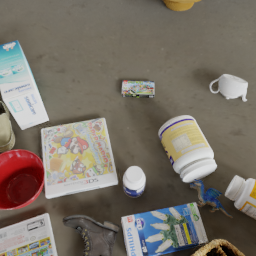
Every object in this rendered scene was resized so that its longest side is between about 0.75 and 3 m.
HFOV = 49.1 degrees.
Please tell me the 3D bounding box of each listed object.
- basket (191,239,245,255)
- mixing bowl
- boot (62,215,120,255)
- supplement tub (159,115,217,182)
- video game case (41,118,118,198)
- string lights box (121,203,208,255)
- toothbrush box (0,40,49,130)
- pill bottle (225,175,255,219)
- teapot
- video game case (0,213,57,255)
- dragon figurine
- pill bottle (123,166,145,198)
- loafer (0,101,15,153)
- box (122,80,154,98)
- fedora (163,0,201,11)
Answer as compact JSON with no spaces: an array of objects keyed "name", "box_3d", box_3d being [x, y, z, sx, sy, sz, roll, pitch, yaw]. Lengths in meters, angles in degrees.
[{"name":"basket","box_3d":[2.303,3.506,6.000,1.511,1.577,2.117,-25,61,-15]},{"name":"mixing bowl","box_3d":[-2.992,1.506,7.618,1.660,0.899,1.660,0,59,0]},{"name":"boot","box_3d":[-1.001,2.981,6.913,1.635,0.566,1.423,11,58,4]},{"name":"supplement tub","box_3d":[1.689,0.586,8.008,1.187,1.187,1.633,-16,59,-9]},{"name":"video game case","box_3d":[-1.509,0.817,8.414,2.043,0.257,2.245,-10,59,-7]},{"name":"string lights box","box_3d":[0.880,2.615,7.076,1.961,0.578,1.008,-9,61,-9]},{"name":"toothbrush box","box_3d":[-3.445,-1.354,8.930,0.962,1.651,2.255,-22,62,-13]},{"name":"pill bottle","box_3d":[3.469,1.941,7.341,1.667,0.911,0.911,29,63,16]},{"name":"teapot","box_3d":[3.465,-1.342,9.491,0.995,0.737,1.009,-6,34,-38]},{"name":"video game case","box_3d":[-2.700,3.182,7.009,1.744,0.200,1.587,-17,60,-11]},{"name":"dragon figurine","box_3d":[2.307,1.904,7.665,1.356,0.399,0.674,22,61,13]},{"name":"pill bottle","box_3d":[0.162,1.436,7.554,0.596,1.074,0.596,0,59,0]},{"name":"loafer","box_3d":[-4.028,-0.099,8.747,0.710,0.641,1.877,-18,60,-11]},{"name":"box","box_3d":[0.355,-1.366,9.787,1.121,0.195,0.617,1,59,1]},{"name":"fedora","box_3d":[2.146,-5.808,12.012,2.531,1.032,2.531,0,58,-1]}]
